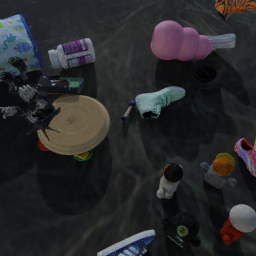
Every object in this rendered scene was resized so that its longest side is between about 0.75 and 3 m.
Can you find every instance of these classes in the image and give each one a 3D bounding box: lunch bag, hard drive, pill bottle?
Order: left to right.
[{"bbox_3d":[-5.573,-3.782,12.718,2.494,1.869,2.933,-23,68,-15],"label":"lunch bag"},{"bbox_3d":[-2.933,-1.845,11.968,1.935,0.366,1.352,2,29,0],"label":"hard drive"},{"bbox_3d":[-2.581,-3.366,12.883,1.970,1.106,1.106,-17,57,-12],"label":"pill bottle"}]

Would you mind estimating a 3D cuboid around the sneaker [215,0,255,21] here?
[{"bbox_3d":[3.315,-3.619,8.582,1.357,0.526,0.760,25,91,28],"label":"sneaker"}]

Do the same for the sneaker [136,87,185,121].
[{"bbox_3d":[1.416,-0.930,11.408,2.077,0.764,1.225,-13,50,3],"label":"sneaker"}]

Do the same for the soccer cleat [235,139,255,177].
[{"bbox_3d":[4.517,1.145,10.069,0.573,0.657,1.719,-22,58,-15],"label":"soccer cleat"}]

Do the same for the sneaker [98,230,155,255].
[{"bbox_3d":[0.159,3.962,8.160,1.895,0.763,1.388,-18,66,-16],"label":"sneaker"}]

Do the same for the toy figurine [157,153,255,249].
[{"bbox_3d":[2.270,2.217,8.609,2.667,1.855,2.625,-5,56,-3],"label":"toy figurine"}]

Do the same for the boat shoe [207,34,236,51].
[{"bbox_3d":[4.146,-4.068,13.595,2.029,0.677,0.746,6,39,33],"label":"boat shoe"}]

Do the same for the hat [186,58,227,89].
[{"bbox_3d":[3.437,-2.205,12.347,1.747,0.705,1.747,-6,58,10],"label":"hat"}]

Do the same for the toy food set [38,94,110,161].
[{"bbox_3d":[-2.157,-0.127,10.910,2.888,0.703,2.859,23,59,15],"label":"toy food set"}]

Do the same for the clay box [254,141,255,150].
[{"bbox_3d":[5.227,0.108,10.502,0.460,1.111,1.934,19,58,13],"label":"clay box"}]

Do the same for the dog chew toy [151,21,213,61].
[{"bbox_3d":[2.521,-3.907,12.977,2.806,1.747,1.747,11,56,-3],"label":"dog chew toy"}]

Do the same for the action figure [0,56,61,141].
[{"bbox_3d":[-2.879,-0.729,7.904,1.430,1.228,2.406,-38,77,20],"label":"action figure"}]

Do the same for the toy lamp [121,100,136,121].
[{"bbox_3d":[0.045,-0.736,11.584,0.296,0.296,1.015,19,59,13],"label":"toy lamp"}]
